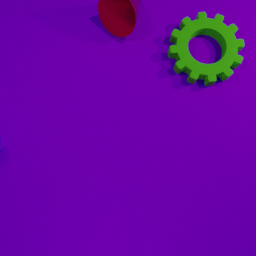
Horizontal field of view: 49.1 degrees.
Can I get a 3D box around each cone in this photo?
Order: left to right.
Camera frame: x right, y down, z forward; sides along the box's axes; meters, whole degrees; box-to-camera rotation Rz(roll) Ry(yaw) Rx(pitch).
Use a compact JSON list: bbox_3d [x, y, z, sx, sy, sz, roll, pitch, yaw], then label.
[{"bbox_3d":[0.027,-3.456,7.992,1.274,1.274,1.279,39,54,6],"label":"cone"}]

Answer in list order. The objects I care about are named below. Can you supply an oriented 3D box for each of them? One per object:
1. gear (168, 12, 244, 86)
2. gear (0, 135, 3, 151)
[{"bbox_3d":[2.196,-2.245,7.953,2.050,0.379,2.050,0,80,0],"label":"gear"},{"bbox_3d":[-3.929,0.318,6.890,1.519,1.519,0.281,-1,71,0],"label":"gear"}]
